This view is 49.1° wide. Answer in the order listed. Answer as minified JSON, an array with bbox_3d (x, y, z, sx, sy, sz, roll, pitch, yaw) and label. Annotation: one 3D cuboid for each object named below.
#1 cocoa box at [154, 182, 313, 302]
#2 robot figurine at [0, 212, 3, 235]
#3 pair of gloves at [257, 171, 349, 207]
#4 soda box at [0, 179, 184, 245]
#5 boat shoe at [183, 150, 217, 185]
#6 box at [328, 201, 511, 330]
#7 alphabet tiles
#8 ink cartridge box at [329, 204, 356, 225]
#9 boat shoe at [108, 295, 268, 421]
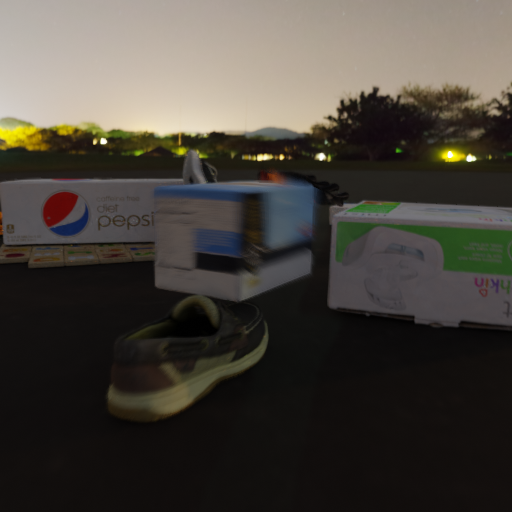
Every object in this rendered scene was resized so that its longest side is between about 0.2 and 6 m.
[{"bbox_3d":[-0.204,-0.265,6.487,1.159,1.140,1.738,7,12,30],"label":"cocoa box"},{"bbox_3d":[-6.961,-0.809,13.906,2.125,0.618,1.540,4,12,22],"label":"robot figurine"},{"bbox_3d":[1.784,-0.942,12.137,3.200,0.396,2.851,38,24,26],"label":"pair of gloves"},{"bbox_3d":[-3.441,-1.023,12.468,3.974,1.354,1.265,-2,10,-8],"label":"soda box"},{"bbox_3d":[-1.097,-1.626,11.660,0.597,0.645,1.747,10,29,-26],"label":"boat shoe"},{"bbox_3d":[2.622,0.034,7.887,2.787,1.348,2.460,5,10,20],"label":"box"},{"bbox_3d":[-3.462,-0.171,11.942,3.740,0.118,3.112,-4,12,-19],"label":"alphabet tiles"},{"bbox_3d":[2.711,-1.170,15.911,0.928,0.536,1.272,6,13,27],"label":"ink cartridge box"},{"bbox_3d":[-0.524,0.770,5.453,0.847,0.779,2.370,9,16,25],"label":"boat shoe"}]
